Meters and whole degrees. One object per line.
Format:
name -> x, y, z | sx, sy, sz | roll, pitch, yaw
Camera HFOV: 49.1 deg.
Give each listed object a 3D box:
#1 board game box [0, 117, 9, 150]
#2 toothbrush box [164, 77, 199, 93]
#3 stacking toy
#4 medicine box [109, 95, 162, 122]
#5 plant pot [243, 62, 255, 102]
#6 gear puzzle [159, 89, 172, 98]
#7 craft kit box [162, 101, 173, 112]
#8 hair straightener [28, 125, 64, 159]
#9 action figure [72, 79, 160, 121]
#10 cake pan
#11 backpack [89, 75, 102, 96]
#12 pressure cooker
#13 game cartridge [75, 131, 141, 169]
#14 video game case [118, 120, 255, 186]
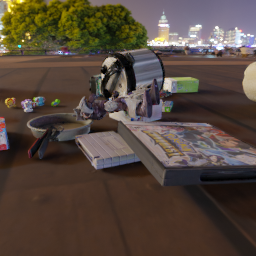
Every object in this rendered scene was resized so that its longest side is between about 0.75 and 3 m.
board game box -> -4.000, 0.198, 7.211 | 1.632, 0.456, 1.598 | -8, 19, -24
toothbrush box -> 2.794, -2.290, 14.829 | 1.527, 0.657, 1.112 | -3, 18, -13
stacking toy -> -3.827, -1.063, 11.357 | 1.312, 0.409, 1.740 | 13, 21, 36
medicine box -> 0.239, -0.641, 9.196 | 1.319, 0.679, 1.201 | -15, 25, -36
plant pot -> 6.114, -1.911, 11.228 | 2.585, 2.585, 2.366 | -9, 8, -26
gear puzzle -> 0.979, -1.867, 14.068 | 2.332, 0.305, 1.208 | 12, 21, 33
craft kit box -> 1.222, -0.877, 11.063 | 1.020, 0.250, 1.032 | 7, 18, 14
hair straightener -> -1.890, 0.306, 6.844 | 0.531, 0.282, 1.380 | 5, 27, 8
action figure -> -0.441, -0.660, 7.848 | 2.608, 0.905, 1.697 | -7, 14, 29
cake pan -> -1.949, -0.052, 8.203 | 1.883, 0.345, 1.883 | 0, 18, 0
backpack -> -1.224, -2.116, 13.690 | 0.859, 1.013, 1.141 | 15, 26, 34
pressure cooker -> 0.001, -2.071, 11.539 | 2.448, 2.153, 2.187 | -18, 23, -33
game cartridge -> -0.505, 0.476, 6.653 | 1.104, 0.327, 1.702 | -3, 17, -24
video game case -> 1.416, 0.407, 6.214 | 2.666, 0.376, 2.951 | 2, 16, -18
